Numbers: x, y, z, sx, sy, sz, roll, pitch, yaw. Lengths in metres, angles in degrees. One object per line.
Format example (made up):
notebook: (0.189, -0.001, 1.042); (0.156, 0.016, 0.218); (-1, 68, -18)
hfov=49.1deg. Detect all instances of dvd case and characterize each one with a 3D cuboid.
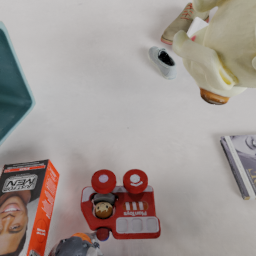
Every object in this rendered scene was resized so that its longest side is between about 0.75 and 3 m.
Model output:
dvd case: (3.356, 0.766, 6.247); (2.185, 0.175, 1.625); (-4, 47, -3)

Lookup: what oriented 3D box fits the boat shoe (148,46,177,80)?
boat shoe: (1.093, -2.176, 8.687); (0.576, 0.588, 1.650); (-14, 49, -13)

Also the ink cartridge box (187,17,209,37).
ink cartridge box: (2.471, -2.801, 9.208); (1.226, 0.311, 1.391); (30, 69, -6)

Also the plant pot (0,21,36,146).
plant pot: (-4.110, -0.896, 6.347); (2.475, 2.423, 2.430); (12, 48, 16)

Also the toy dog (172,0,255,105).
toy dog: (1.903, -1.294, 4.267); (2.501, 2.580, 1.800); (12, 82, -21)

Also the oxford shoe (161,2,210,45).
oxford shoe: (2.054, -3.885, 9.937); (1.009, 1.071, 2.865); (26, 52, 22)

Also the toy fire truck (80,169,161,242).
toy fire truck: (-0.161, 1.451, 5.114); (1.424, 0.799, 1.196); (-1, 42, -2)

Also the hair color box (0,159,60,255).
hair color box: (-1.958, 1.568, 5.105); (1.001, 0.604, 1.973); (-8, 47, 8)

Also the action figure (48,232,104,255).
action figure: (-0.675, 2.201, 4.136); (1.920, 1.004, 1.858); (2, 14, 7)
